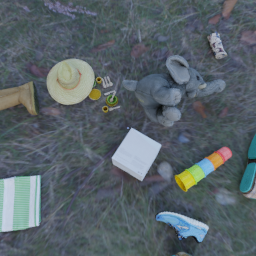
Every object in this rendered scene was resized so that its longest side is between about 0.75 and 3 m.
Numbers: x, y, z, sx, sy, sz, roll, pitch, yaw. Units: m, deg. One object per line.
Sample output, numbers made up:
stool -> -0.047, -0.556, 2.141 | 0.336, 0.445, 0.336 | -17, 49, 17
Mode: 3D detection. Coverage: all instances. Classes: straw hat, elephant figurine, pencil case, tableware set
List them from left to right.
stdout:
straw hat -> -2.103, -1.846, 9.818 | 1.899, 0.804, 1.899 | -2, 70, 4
tableware set -> -0.910, -1.209, 9.959 | 0.957, 0.218, 1.420 | -18, 72, -6
elephant figurine -> 1.638, -1.447, 9.444 | 2.665, 2.068, 1.886 | -45, 31, -24
pencil case -> 3.365, -3.087, 10.533 | 0.464, 0.403, 1.037 | -17, 70, 10

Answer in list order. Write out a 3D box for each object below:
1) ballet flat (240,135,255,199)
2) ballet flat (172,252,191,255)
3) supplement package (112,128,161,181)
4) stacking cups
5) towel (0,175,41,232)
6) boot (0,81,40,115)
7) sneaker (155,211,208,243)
ballet flat -> 4.232, 1.150, 8.917 | 0.799, 0.809, 2.377 | 28, 77, -12
ballet flat -> 1.659, 4.937, 7.451 | 1.075, 1.008, 2.973 | 9, 65, -11
supplement package -> 0.270, 0.851, 8.873 | 1.110, 0.854, 1.161 | 30, 73, 10
stacking cups -> 2.437, 1.261, 8.953 | 1.965, 0.595, 0.595 | -30, 73, -16
towel -> -3.807, 2.336, 8.665 | 2.183, 0.255, 1.665 | -6, 71, -2
boot -> -4.000, -0.803, 9.533 | 1.807, 0.598, 1.583 | -17, 47, -7
sneaker -> 1.542, 2.930, 8.270 | 1.589, 0.623, 0.714 | 19, 75, 7
